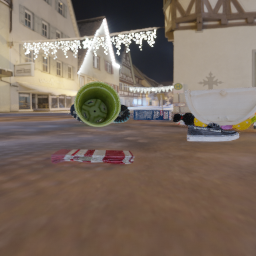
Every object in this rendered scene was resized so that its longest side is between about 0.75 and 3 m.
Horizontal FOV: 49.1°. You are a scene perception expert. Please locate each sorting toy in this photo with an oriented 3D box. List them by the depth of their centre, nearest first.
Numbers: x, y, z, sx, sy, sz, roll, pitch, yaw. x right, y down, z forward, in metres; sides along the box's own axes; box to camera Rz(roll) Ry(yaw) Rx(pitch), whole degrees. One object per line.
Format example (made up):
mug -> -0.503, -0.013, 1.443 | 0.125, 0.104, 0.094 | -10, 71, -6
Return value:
sorting toy -> 3.685, -0.563, 9.921 | 2.656, 1.419, 2.391 | 1, -4, 36

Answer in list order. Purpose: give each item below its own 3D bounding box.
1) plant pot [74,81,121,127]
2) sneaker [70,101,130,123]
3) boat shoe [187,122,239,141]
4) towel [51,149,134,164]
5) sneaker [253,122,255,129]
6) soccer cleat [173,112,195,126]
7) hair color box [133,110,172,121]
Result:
plant pot -> -1.316, -0.817, 11.470 | 1.781, 1.781, 1.638 | -1, -8, -12
sneaker -> -1.319, -0.596, 13.140 | 2.762, 1.072, 1.192 | 7, -8, -5
boat shoe -> 1.871, 0.068, 6.145 | 1.211, 0.411, 0.434 | -1, 4, -9
towel -> -0.461, 0.384, 3.836 | 1.048, 0.119, 0.755 | 1, 2, -4
sneaker -> 4.339, -0.174, 7.432 | 2.048, 0.742, 0.736 | -2, 5, -2
soccer cleat -> 2.510, -0.349, 11.693 | 0.586, 0.546, 1.600 | 11, 0, -22
hair color box -> 1.433, -0.749, 16.277 | 2.081, 0.630, 1.041 | 1, 4, 16
